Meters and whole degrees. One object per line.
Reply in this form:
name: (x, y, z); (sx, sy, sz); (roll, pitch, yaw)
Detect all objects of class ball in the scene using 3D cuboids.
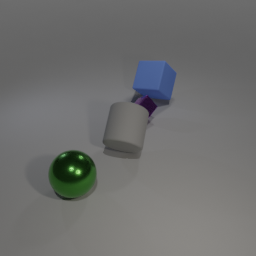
ball: (-1.621, 1.345, 8.243); (1.400, 1.400, 1.400); (0, 31, 0)

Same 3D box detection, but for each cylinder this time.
cylinder: (-0.067, 0.003, 9.780); (1.400, 1.400, 1.400); (7, 70, 12)

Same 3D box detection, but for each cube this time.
cube: (1.273, -2.244, 13.223); (1.400, 1.400, 1.400); (9, -8, 34)
cube: (0.668, -0.860, 11.887); (0.700, 0.700, 0.700); (-52, 19, -26)
